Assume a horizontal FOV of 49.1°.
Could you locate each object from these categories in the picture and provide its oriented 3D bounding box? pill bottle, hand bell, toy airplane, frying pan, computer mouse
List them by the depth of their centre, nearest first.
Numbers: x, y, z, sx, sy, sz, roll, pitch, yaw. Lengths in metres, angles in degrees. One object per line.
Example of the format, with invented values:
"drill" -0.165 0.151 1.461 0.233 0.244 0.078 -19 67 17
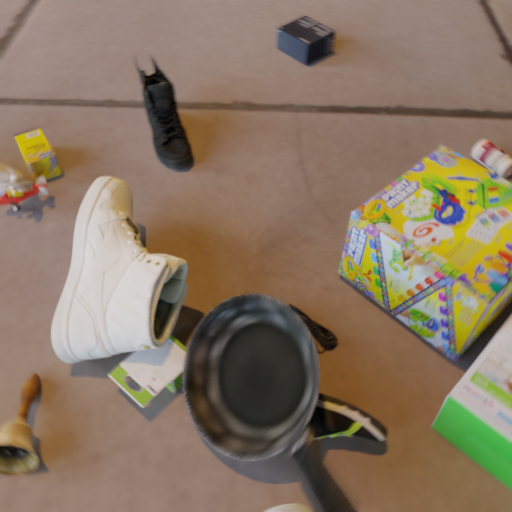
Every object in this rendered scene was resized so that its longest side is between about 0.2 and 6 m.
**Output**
"frying pan" 0.475 1.883 7.333 3.670 0.597 2.220 24 92 34
"hand bell" -3.387 2.301 8.091 0.764 0.764 1.467 -4 39 -3
"computer mouse" 0.463 1.434 8.837 1.083 0.412 1.565 35 59 24
"toy airplane" -4.485 -1.315 10.843 0.878 0.619 0.874 -18 18 37
"pill bottle" 4.947 -2.012 11.642 0.463 0.463 0.811 -26 56 -20

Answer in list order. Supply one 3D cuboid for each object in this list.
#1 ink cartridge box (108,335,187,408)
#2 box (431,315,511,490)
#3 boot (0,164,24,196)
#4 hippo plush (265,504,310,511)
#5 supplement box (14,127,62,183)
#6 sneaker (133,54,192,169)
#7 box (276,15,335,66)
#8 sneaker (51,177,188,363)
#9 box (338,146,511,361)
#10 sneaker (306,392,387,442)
"ink cartridge box" -1.554 1.768 8.560 0.818 0.419 1.106 35 59 25
"box" 4.101 2.189 7.725 2.390 1.156 2.109 36 59 26
"boot" -5.742 -1.860 11.173 2.064 0.987 0.759 10 51 8
"hippo plush" 0.309 4.115 5.966 2.879 2.294 2.315 -45 31 17
"supplement box" -4.545 -2.106 11.654 0.564 0.561 1.030 -25 55 -19
"sneaker" -2.021 -3.102 11.973 0.766 1.330 2.550 -16 52 -12
"box" 1.266 -5.594 14.501 1.038 0.593 1.140 -33 58 -26
"sneaker" -1.955 0.057 9.198 1.976 1.259 3.419 -8 58 16
"box" 3.212 -0.167 9.330 2.580 1.574 2.485 -34 59 -27
"sneaker" 0.828 2.382 8.042 2.025 0.726 0.838 18 80 14
